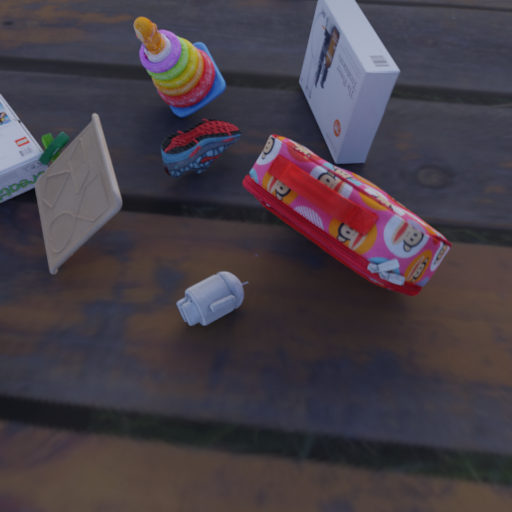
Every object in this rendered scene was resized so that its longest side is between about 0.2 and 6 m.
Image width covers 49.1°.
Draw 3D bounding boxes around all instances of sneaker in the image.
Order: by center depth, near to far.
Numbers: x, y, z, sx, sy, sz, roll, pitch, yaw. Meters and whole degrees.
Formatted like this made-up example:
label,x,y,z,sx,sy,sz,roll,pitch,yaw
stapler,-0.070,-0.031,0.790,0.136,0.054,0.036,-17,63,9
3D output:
label,x,y,z,sx,sy,sz,roll,pitch,yaw
sneaker,-0.927,-1.756,9.237,1.544,0.737,0.612,-27,55,-32

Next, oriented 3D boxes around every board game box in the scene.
label,x,y,z,sx,sy,sz,roll,pitch,yaw
board game box,-5.397,-1.323,8.955,3.542,0.613,2.236,-30,58,-21

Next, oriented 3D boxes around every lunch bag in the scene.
label,x,y,z,sx,sy,sz,roll,pitch,yaw
lunch bag,1.149,-0.573,7.314,2.596,2.287,1.064,39,102,28

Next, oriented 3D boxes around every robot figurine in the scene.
label,x,y,z,sx,sy,sz,roll,pitch,yaw
robot figurine,-0.570,0.566,7.525,0.963,0.544,0.816,-28,23,-20

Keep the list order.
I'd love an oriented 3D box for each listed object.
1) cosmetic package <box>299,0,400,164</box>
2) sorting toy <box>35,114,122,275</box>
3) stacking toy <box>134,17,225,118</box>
label,x,y,z,sx,sy,sz,roll,pitch,yaw
cosmetic package,1.467,-3.030,9.521,0.617,1.801,2.389,-6,52,-13
sorting toy,-2.645,-1.166,8.160,0.360,1.806,2.443,15,44,-46
stacking toy,-1.493,-3.341,9.461,1.147,2.090,1.213,-30,74,11
